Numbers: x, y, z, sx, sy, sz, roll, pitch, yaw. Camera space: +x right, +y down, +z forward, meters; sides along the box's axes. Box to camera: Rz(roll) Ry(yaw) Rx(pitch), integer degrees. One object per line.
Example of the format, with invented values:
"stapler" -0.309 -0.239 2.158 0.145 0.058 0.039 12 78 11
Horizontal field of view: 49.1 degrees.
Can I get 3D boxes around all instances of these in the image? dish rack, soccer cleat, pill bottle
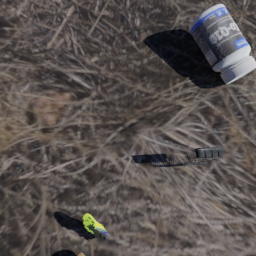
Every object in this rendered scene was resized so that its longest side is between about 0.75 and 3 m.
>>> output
"dish rack" 1.830 0.742 6.997 0.758 0.988 0.269 1 69 -18
"soccer cleat" -0.803 2.347 6.694 0.288 0.373 0.892 -33 110 4
"pill bottle" 2.883 -2.478 8.458 1.213 1.213 2.133 -29 84 -12

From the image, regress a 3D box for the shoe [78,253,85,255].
"shoe" -1.374 3.949 6.030 0.620 0.813 2.325 29 65 1
